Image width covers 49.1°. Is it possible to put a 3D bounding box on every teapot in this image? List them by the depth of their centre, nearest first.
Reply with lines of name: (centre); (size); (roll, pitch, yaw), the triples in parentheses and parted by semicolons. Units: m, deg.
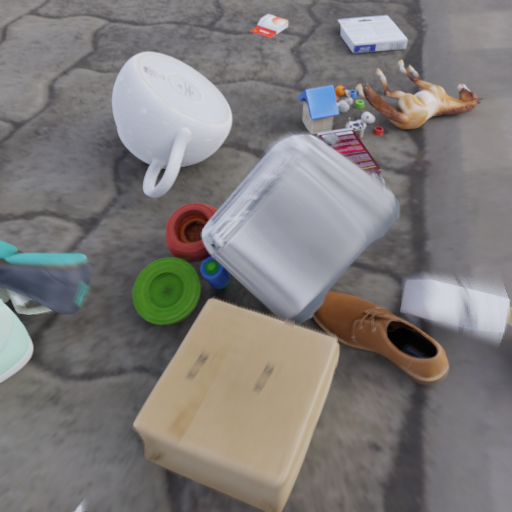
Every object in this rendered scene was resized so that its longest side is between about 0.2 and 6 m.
teapot: (-1.605, -2.260, 9.709); (2.202, 1.629, 2.231); (45, 32, 6)

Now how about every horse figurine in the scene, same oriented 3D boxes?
horse figurine: (3.066, -3.100, 10.992); (2.531, 0.632, 1.677); (-27, 69, -33)

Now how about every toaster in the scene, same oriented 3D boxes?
toaster: (0.433, -0.342, 7.229); (1.648, 1.450, 2.552); (40, 94, -10)

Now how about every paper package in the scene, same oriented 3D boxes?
paper package: (-0.170, 1.630, 6.410); (1.784, 0.968, 1.871); (17, 52, 15)

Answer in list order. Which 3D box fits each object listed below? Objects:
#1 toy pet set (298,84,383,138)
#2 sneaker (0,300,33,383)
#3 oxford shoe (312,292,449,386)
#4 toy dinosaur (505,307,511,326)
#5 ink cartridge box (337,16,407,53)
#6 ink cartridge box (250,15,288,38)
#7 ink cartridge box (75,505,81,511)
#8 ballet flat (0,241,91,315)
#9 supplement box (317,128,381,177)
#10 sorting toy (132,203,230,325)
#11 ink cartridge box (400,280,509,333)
toy pet set: (1.587, -3.016, 10.869); (1.474, 0.838, 1.579); (-12, 48, -11)
sneaker: (-3.857, 1.361, 6.341); (0.931, 1.492, 2.529); (28, 54, 22)
oxford shoe: (1.537, 0.890, 7.227); (1.997, 0.712, 0.712); (25, 69, 31)
toy dinosaur: (3.862, 1.007, 7.128); (1.480, 0.852, 2.927); (-31, 54, -24)
ink cartridge box: (2.739, -5.292, 13.373); (1.314, 0.290, 1.339); (-8, 45, -7)
ink cartridge box: (0.313, -5.664, 13.785); (0.629, 0.195, 0.776); (29, 51, 25)
ink cartridge box: (-1.782, 3.009, 4.972); (0.443, 0.758, 1.306); (35, 73, -10)
ballet flat: (-3.362, 0.305, 7.592); (2.663, 0.973, 0.973); (8, 46, 25)
supplement box: (1.612, -1.714, 9.952); (0.714, 0.399, 1.312); (-11, 47, -11)
sorting toy: (-0.903, 0.198, 7.957); (1.133, 0.774, 1.886); (16, 72, 18)
ink cartridge box: (2.479, 0.631, 7.078); (1.052, 0.761, 0.443); (14, 84, -9)
